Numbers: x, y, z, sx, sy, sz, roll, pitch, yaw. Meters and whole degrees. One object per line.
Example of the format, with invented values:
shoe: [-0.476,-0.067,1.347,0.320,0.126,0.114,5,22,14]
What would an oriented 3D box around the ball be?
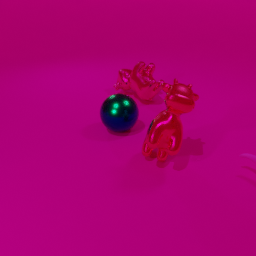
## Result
ball: [-0.207,-0.360,6.716,0.940,0.940,0.940,0,28,0]

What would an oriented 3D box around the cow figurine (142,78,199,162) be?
cow figurine: [0.782,-0.145,5.403,0.774,1.411,1.388,19,70,-3]

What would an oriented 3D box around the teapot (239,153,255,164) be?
teapot: [2.864,0.442,5.163,1.523,0.947,0.746,-15,34,-6]

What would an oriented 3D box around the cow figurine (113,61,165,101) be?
cow figurine: [0.282,-1.343,8.626,0.842,1.510,1.534,-3,57,-41]
